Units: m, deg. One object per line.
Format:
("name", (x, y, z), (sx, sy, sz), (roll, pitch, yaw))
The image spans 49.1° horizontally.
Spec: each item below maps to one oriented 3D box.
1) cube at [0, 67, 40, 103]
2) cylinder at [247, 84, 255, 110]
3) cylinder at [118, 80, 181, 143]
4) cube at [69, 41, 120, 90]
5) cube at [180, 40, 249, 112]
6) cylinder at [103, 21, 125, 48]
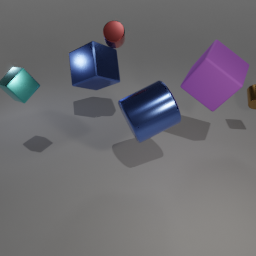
("cube", (-3.058, -1.206, 7.849), (0.700, 0.700, 0.700), (16, 64, 45))
("cylinder", (4.807, -1.155, 10.388), (0.700, 0.700, 0.700), (4, 62, 7))
("cylinder", (0.624, -0.477, 8.268), (1.400, 1.400, 1.400), (-27, 35, -3))
("cube", (-1.330, -2.420, 11.194), (1.400, 1.400, 1.400), (-12, -9, 37))
("cube", (2.829, -1.700, 9.149), (1.400, 1.400, 1.400), (37, 49, -2))
("cylinder", (-0.454, -3.097, 9.321), (0.700, 0.700, 0.700), (0, -2, 0))
